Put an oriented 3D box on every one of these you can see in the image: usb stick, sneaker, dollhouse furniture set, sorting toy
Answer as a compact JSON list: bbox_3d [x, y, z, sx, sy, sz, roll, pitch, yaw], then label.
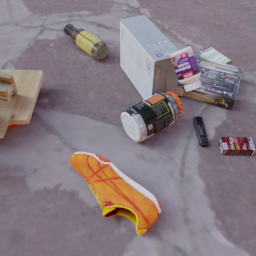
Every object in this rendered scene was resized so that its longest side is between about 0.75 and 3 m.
[{"bbox_3d":[2.292,0.090,8.806,0.320,0.188,1.156,2,50,-5],"label":"usb stick"},{"bbox_3d":[-0.536,1.530,7.073,2.845,1.038,1.097,31,63,26],"label":"sneaker"},{"bbox_3d":[-4.868,-0.280,8.113,2.838,1.885,2.487,12,65,-5],"label":"dollhouse furniture set"},{"bbox_3d":[-4.073,-0.882,9.215,2.282,0.799,2.296,1,50,0],"label":"sorting toy"}]

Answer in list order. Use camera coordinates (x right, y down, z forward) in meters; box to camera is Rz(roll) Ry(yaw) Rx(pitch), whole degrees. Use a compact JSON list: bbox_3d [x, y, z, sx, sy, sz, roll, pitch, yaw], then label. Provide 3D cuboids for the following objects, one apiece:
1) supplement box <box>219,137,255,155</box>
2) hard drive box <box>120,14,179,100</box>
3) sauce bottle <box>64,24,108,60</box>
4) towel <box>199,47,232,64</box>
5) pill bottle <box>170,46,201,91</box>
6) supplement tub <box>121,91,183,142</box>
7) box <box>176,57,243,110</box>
[{"bbox_3d":[3.242,0.536,8.366,0.926,0.282,0.504,0,50,1],"label":"supplement box"},{"bbox_3d":[0.663,-2.291,9.611,0.994,2.017,2.588,-19,53,-16],"label":"hard drive box"},{"bbox_3d":[-1.793,-3.633,11.562,0.758,0.758,2.342,-34,58,-25],"label":"sauce bottle"},{"bbox_3d":[3.517,-2.857,11.295,0.816,0.168,1.094,-30,56,-22],"label":"towel"},{"bbox_3d":[1.500,-1.485,7.130,0.575,1.032,0.575,-22,11,4],"label":"pill bottle"},{"bbox_3d":[0.758,-0.403,8.640,1.754,1.075,1.075,-28,55,-22],"label":"supplement tub"},{"bbox_3d":[2.808,-1.707,10.073,2.243,0.542,1.777,18,52,14],"label":"box"}]
